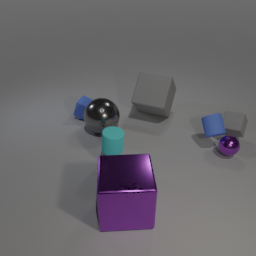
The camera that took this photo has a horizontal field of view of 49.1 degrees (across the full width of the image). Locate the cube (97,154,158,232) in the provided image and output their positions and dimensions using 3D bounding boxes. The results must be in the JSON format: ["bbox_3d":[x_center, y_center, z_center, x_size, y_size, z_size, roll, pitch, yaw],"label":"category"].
[{"bbox_3d":[-0.060,1.649,7.287,1.400,1.400,1.400,-2,33,-3],"label":"cube"}]

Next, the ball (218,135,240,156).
[{"bbox_3d":[3.451,0.595,9.552,0.700,0.700,0.700,0,31,0],"label":"ball"}]

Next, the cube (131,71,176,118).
[{"bbox_3d":[1.122,-1.390,11.781,1.400,1.400,1.400,13,-9,19],"label":"cube"}]

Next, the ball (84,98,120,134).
[{"bbox_3d":[-1.020,-0.469,10.880,1.400,1.400,1.400,0,31,0],"label":"ball"}]

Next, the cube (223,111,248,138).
[{"bbox_3d":[3.912,-0.141,10.286,0.700,0.700,0.700,12,75,35],"label":"cube"}]

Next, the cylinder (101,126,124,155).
[{"bbox_3d":[-0.485,0.422,8.898,0.700,0.700,0.700,4,34,-3],"label":"cylinder"}]

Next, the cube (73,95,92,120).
[{"bbox_3d":[-1.817,-0.838,11.952,0.700,0.700,0.700,26,35,1],"label":"cube"}]

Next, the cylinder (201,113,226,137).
[{"bbox_3d":[2.978,-0.082,9.763,0.700,0.700,0.700,-10,-10,-2],"label":"cylinder"}]
